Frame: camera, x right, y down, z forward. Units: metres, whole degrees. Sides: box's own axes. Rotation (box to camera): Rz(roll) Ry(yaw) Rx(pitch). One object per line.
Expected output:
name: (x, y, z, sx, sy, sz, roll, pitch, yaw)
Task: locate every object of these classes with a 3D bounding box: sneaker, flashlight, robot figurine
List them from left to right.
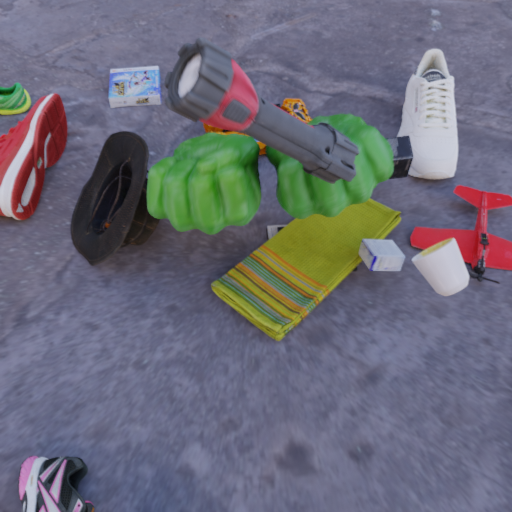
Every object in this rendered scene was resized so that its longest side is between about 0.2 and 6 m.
sneaker: (-6.334, -3.667, 13.109, 1.917, 0.801, 0.710, -17, 51, -14)
sneaker: (-5.247, -2.224, 11.499, 1.970, 1.336, 3.410, 4, 47, 1)
sneaker: (-2.429, 3.328, 6.851, 0.868, 0.807, 2.010, -9, 50, -10)
robot figurine: (0.165, -2.841, 12.409, 2.541, 0.740, 1.842, -10, 51, -9)
flashlight: (0.147, -1.628, 6.683, 0.851, 2.505, 0.848, 1, 77, 50)
sneaker: (3.769, -3.070, 12.199, 1.322, 1.392, 3.459, 5, 50, 2)

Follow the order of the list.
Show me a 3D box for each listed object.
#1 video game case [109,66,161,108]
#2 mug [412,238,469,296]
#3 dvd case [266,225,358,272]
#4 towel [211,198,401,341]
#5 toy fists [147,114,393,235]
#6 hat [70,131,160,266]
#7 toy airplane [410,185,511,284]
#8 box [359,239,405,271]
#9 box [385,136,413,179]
video game case: (-3.014, -4.222, 13.942, 1.231, 0.309, 1.358, -7, 48, -5)
mug: (2.778, 0.159, 8.107, 0.831, 0.666, 0.683, -29, 89, -20)
dvd case: (1.010, -0.141, 10.359, 1.538, 0.190, 1.156, -4, 49, -3)
towel: (0.982, -0.095, 9.981, 1.562, 0.328, 3.630, 35, 57, 26)
toy fists: (0.171, -1.338, 8.829, 3.889, 1.337, 1.982, -7, 34, 7)
hat: (-2.324, -0.959, 10.290, 1.090, 2.703, 2.703, 19, 36, -37)
toy airplane: (4.240, -0.471, 10.474, 2.505, 0.461, 2.505, 1, 49, -1)
box: (2.102, -0.012, 9.419, 0.583, 0.306, 0.536, 2, 31, -15)
box: (2.471, -1.817, 10.533, 0.788, 0.801, 0.497, -5, 70, 4)
